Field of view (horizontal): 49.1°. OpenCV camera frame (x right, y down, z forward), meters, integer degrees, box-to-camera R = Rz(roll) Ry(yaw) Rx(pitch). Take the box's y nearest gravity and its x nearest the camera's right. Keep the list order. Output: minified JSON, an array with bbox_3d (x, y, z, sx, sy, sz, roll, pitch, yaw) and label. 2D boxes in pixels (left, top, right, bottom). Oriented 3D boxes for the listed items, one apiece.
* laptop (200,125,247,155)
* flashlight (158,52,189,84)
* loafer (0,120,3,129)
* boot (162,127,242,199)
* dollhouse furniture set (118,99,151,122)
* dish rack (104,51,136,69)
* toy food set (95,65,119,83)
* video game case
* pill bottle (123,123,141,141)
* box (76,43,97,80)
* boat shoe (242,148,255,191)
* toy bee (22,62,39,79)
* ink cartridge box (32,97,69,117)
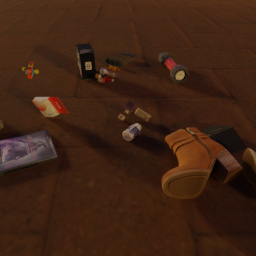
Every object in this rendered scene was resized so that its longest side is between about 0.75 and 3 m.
[{"bbox_3d":[3.284,0.467,10.252,1.319,0.816,1.409,-17,10,-24],"label":"laptop"},{"bbox_3d":[2.316,-3.306,14.913,0.909,0.906,2.676,-11,38,-11],"label":"flashlight"},{"bbox_3d":[-5.550,-0.477,11.031,0.832,0.899,2.390,-14,43,-34],"label":"loafer"},{"bbox_3d":[1.775,0.924,8.710,2.921,1.076,2.260,-5,37,-31],"label":"boot"},{"bbox_3d":[0.303,-0.470,11.580,1.124,0.891,0.798,32,-1,6],"label":"dollhouse furniture set"},{"bbox_3d":[-0.403,-3.991,16.287,1.314,0.467,1.713,24,40,28],"label":"dish rack"},{"bbox_3d":[-1.020,-2.676,14.212,0.605,0.642,1.344,19,37,25],"label":"toy food set"},{"bbox_3d":[-3.755,0.846,9.588,2.374,0.225,1.696,-15,38,-19],"label":"video game case"},{"bbox_3d":[0.170,0.137,10.411,0.420,0.420,0.757,22,41,28],"label":"pill bottle"},{"bbox_3d":[-2.177,-3.465,14.611,0.773,1.485,1.352,-9,36,-12],"label":"box"},{"bbox_3d":[4.045,1.434,8.408,0.643,0.710,1.993,5,42,-7],"label":"boat shoe"},{"bbox_3d":[-3.542,-2.157,10.260,0.559,0.464,0.854,19,-21,-33],"label":"toy bee"},{"bbox_3d":[-3.055,-0.810,11.086,1.166,0.946,0.292,5,53,28],"label":"ink cartridge box"}]
